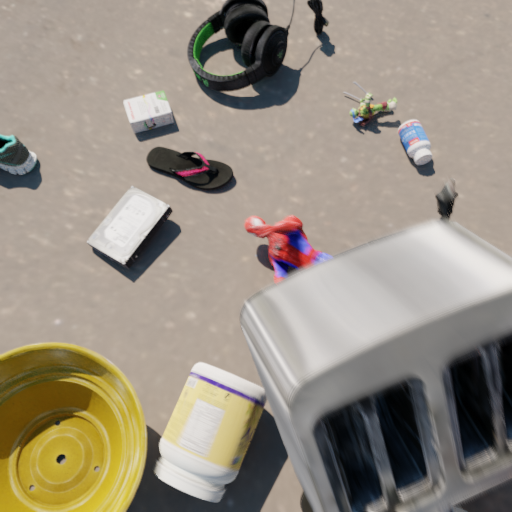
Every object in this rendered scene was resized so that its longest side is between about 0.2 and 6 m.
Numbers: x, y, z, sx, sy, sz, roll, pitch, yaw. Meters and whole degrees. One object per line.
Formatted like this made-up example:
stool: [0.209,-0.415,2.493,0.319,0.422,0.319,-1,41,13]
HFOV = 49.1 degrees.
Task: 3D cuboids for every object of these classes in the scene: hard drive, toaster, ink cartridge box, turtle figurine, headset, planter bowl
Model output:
hard drive: [-2.260,-0.529,10.024,0.943,0.255,1.350,29,73,23]
toaster: [1.823,1.477,7.107,3.318,3.670,2.177,-21,25,-7]
ink cartridge box: [-2.161,-2.891,11.253,0.850,0.357,0.615,-17,65,-8]
turtle figurine: [2.299,-3.126,11.206,0.904,0.671,0.932,-5,67,-7]
headset: [0.066,-4.546,11.871,3.071,1.443,1.897,-31,64,2]
planter bowl: [-2.927,2.827,7.955,2.958,1.232,2.958,0,64,0]

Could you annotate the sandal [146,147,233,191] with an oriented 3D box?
sandal: [-1.295,-1.722,10.657,1.749,0.394,0.657,17,65,8]

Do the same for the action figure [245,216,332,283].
action figure: [0.986,0.388,8.934,3.409,1.112,1.687,35,29,19]

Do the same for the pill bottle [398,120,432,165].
pill bottle: [3.101,-2.188,10.854,0.458,0.458,0.816,-14,65,-7]

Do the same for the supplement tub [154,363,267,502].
supplement tub: [-0.658,2.506,8.058,1.201,1.201,1.651,21,76,10]

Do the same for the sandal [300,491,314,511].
sandal: [1.558,3.456,8.096,1.851,0.417,0.695,-2,64,-1]

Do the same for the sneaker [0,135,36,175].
sneaker: [-5.143,-2.084,10.594,1.821,0.830,0.706,5,64,3]

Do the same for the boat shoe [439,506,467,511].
boat shoe: [2.390,4.196,6.261,1.027,1.043,2.941,12,31,9]
